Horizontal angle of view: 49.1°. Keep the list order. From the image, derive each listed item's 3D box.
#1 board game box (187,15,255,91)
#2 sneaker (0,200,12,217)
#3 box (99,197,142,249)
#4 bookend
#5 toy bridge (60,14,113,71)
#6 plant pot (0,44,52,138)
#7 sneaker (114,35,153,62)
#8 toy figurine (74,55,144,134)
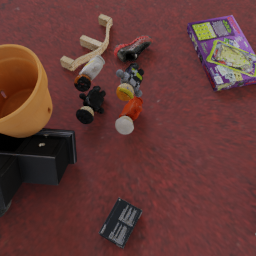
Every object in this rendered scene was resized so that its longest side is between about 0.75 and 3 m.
[{"bbox_3d":[3.332,-2.680,9.748,1.765,0.475,2.941,-13,61,0],"label":"board game box"},{"bbox_3d":[-4.319,1.872,6.919,2.719,1.033,1.234,-10,52,-10],"label":"sneaker"},{"bbox_3d":[-0.176,2.348,6.947,0.697,0.389,0.987,27,65,11],"label":"box"},{"bbox_3d":[-2.632,0.941,6.775,2.217,1.028,2.231,5,29,5],"label":"bookend"},{"bbox_3d":[-1.273,-2.970,9.946,0.919,0.372,2.733,26,64,13],"label":"toy bridge"},{"bbox_3d":[-2.829,-0.728,6.876,2.146,1.502,2.146,-4,65,8],"label":"plant pot"},{"bbox_3d":[0.276,-2.708,9.716,1.473,0.521,0.720,-26,63,-11],"label":"sneaker"},{"bbox_3d":[-0.540,-0.896,7.887,1.955,1.925,1.360,17,53,10],"label":"toy figurine"}]
